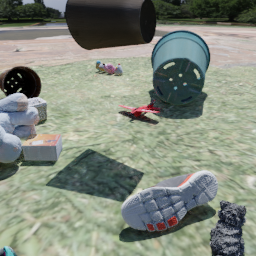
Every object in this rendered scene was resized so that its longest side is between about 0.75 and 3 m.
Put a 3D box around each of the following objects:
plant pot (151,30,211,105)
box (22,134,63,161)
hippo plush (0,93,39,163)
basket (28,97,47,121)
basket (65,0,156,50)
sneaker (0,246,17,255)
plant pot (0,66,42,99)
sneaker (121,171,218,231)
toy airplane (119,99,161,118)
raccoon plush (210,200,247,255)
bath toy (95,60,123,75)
[{"bbox_3d":[2.162,-2.458,11.896,2.712,2.712,2.656,5,33,10],"label":"plant pot"},{"bbox_3d":[-2.335,0.525,7.734,0.900,0.479,0.685,0,25,0],"label":"box"},{"bbox_3d":[-3.252,-0.036,7.262,1.608,2.019,1.623,-39,32,9],"label":"hippo plush"},{"bbox_3d":[-3.482,-0.589,9.891,1.098,0.677,0.744,-19,30,-36],"label":"basket"},{"bbox_3d":[-0.351,-2.756,7.287,1.928,1.311,1.738,8,-12,26],"label":"basket"},{"bbox_3d":[-1.195,2.077,3.367,2.231,1.347,0.933,-2,25,-5],"label":"sneaker"},{"bbox_3d":[-4.684,-1.861,11.796,1.556,1.556,1.540,-19,24,-34],"label":"plant pot"},{"bbox_3d":[0.794,1.452,5.725,2.139,0.824,0.876,-12,0,-22],"label":"sneaker"},{"bbox_3d":[0.544,-0.709,10.559,1.784,0.328,1.784,-3,22,1],"label":"toy airplane"},{"bbox_3d":[1.695,1.795,4.591,0.599,0.829,1.238,5,26,11],"label":"raccoon plush"},{"bbox_3d":[-1.056,-3.481,16.139,1.763,0.652,0.767,18,31,32],"label":"bath toy"}]
